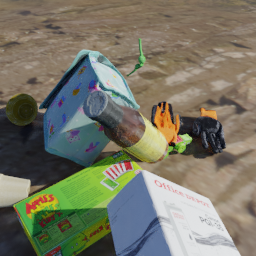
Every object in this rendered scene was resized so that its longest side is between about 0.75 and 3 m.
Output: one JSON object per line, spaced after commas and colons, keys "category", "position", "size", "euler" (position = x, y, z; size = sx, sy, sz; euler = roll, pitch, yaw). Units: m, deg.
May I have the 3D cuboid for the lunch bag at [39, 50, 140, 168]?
{"category": "lunch bag", "position": [-1.183, -0.734, 7.530], "size": [1.642, 2.293, 2.692], "euler": [28, 23, -34]}

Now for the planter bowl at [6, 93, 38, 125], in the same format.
{"category": "planter bowl", "position": [-3.276, -0.562, 8.827], "size": [0.999, 0.999, 0.416], "euler": [-1, -4, -1]}

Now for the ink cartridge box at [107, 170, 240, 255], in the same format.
{"category": "ink cartridge box", "position": [0.866, 2.111, 4.299], "size": [1.900, 1.074, 2.594], "euler": [28, 25, -31]}

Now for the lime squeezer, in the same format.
{"category": "lime squeezer", "position": [0.326, -2.427, 10.321], "size": [0.561, 1.590, 0.300], "euler": [35, 42, 16]}

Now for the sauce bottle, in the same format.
{"category": "sauce bottle", "position": [0.056, 0.047, 6.130], "size": [0.903, 2.735, 0.903], "euler": [-11, 64, 23]}

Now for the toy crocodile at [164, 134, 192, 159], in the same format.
{"category": "toy crocodile", "position": [1.126, 0.472, 7.636], "size": [1.367, 0.422, 0.462], "euler": [-20, 43, -15]}

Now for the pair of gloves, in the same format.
{"category": "pair of gloves", "position": [1.737, -0.052, 8.127], "size": [2.201, 0.272, 1.961], "euler": [11, 41, -5]}

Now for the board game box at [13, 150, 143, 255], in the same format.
{"category": "board game box", "position": [-0.828, 1.625, 6.058], "size": [2.727, 0.649, 1.386], "euler": [-25, 44, -28]}

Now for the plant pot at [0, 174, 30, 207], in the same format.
{"category": "plant pot", "position": [-2.617, 1.428, 6.258], "size": [0.771, 0.842, 0.842], "euler": [7, 37, -15]}
